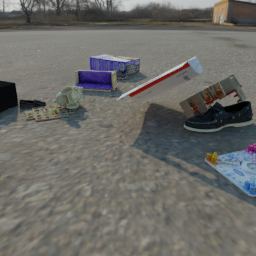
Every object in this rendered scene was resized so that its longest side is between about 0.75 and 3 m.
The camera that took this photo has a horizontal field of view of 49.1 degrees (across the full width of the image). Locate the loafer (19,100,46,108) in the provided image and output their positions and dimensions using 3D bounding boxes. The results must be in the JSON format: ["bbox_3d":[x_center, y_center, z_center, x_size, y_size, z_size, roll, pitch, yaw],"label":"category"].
[{"bbox_3d":[-3.412,-0.891,10.017,0.922,0.290,0.331,-5,24,-12],"label":"loafer"}]

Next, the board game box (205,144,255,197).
[{"bbox_3d":[2.753,0.837,6.123,1.529,0.198,1.529,-9,24,-19],"label":"board game box"}]

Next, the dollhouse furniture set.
[{"bbox_3d":[2.808,-0.934,9.113,1.709,0.890,1.728,-29,0,42],"label":"dollhouse furniture set"}]

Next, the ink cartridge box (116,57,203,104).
[{"bbox_3d":[1.124,-1.390,8.969,2.230,0.658,2.786,-25,8,27],"label":"ink cartridge box"}]

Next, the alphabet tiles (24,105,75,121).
[{"bbox_3d":[-2.659,-0.533,9.497,1.566,0.050,1.303,-10,25,-22],"label":"alphabet tiles"}]

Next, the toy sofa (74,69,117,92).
[{"bbox_3d":[-1.436,-2.096,12.239,1.821,0.754,0.889,5,23,11],"label":"toy sofa"}]

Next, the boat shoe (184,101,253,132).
[{"bbox_3d":[2.727,-0.411,8.295,2.305,0.764,0.862,-6,24,-13],"label":"boat shoe"}]

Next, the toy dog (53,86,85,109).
[{"bbox_3d":[-2.037,-1.089,10.036,1.080,0.777,1.113,-22,12,19],"label":"toy dog"}]

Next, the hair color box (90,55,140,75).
[{"bbox_3d":[-0.744,-3.523,15.511,2.514,0.815,1.374,17,28,31],"label":"hair color box"}]

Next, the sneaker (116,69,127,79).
[{"bbox_3d":[-0.612,-2.698,13.954,1.144,0.501,0.426,-5,24,-13],"label":"sneaker"}]

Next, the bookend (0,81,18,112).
[{"bbox_3d":[-5.186,-1.050,9.632,1.855,0.860,1.867,10,25,21],"label":"bookend"}]
